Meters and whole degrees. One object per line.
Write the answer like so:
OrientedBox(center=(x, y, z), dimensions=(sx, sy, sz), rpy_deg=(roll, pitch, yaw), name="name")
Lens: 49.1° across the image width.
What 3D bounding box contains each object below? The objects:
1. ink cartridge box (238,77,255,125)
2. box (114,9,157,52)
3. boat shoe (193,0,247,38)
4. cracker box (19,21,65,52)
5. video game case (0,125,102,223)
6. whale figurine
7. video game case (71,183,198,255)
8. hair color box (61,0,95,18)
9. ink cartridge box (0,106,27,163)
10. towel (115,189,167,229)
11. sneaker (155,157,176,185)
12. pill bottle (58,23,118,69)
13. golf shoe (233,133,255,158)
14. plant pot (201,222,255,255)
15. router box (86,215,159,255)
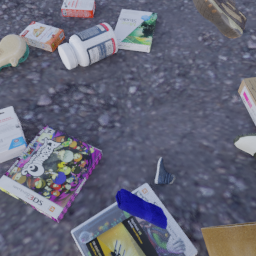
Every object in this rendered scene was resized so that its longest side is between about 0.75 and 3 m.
OrientedBox(center=(5.803, -1.078, 11.373), dimensions=(1.808, 0.824, 2.195), rpy_deg=(-8, 57, -4), name="ink cartridge box")
OrientedBox(center=(0.354, -4.970, 14.174), dimensions=(1.933, 0.487, 2.679), rpy_deg=(9, 58, 6), name="box")
OrientedBox(center=(3.196, -4.145, 9.687), dimensions=(0.893, 2.437, 0.908), rpy_deg=(-58, 28, -4), name="boat shoe")
OrientedBox(center=(-4.228, -4.537, 13.862), dimensions=(1.809, 0.522, 1.212), rpy_deg=(19, 58, 13), name="cracker box")
OrientedBox(center=(-2.688, 1.465, 9.881), dimensions=(2.540, 0.502, 2.803), rpy_deg=(24, 60, 15), name="video game case")
OrientedBox(center=(-5.463, -3.287, 12.904), dimensions=(2.048, 1.062, 1.629), rpy_deg=(-45, 70, 0), name="whale figurine")
OrientedBox(center=(0.159, 3.510, 8.613), dimensions=(2.949, 0.344, 2.681), rpy_deg=(-29, 61, -18), name="video game case")
OrientedBox(center=(-2.666, -6.480, 15.159), dimensions=(1.664, 0.532, 0.923), rpy_deg=(5, 57, 1), name="hair color box")
OrientedBox(center=(-4.599, 0.210, 10.623), dimensions=(1.125, 0.648, 1.942), rpy_deg=(-21, 59, -13), name="ink cartridge box")
OrientedBox(center=(0.270, 1.566, 5.533), dimensions=(1.030, 0.761, 0.255), rpy_deg=(27, 92, -11), name="towel")
OrientedBox(center=(1.356, 1.531, 9.876), dimensions=(0.702, 0.369, 0.971), rpy_deg=(4, 65, 15), name="sneaker")
OrientedBox(center=(-1.821, -3.659, 12.709), dimensions=(2.439, 1.458, 1.458), rpy_deg=(-29, 61, -18), name="pill bottle")
OrientedBox(center=(5.031, 0.975, 9.950), dimensions=(2.601, 1.004, 1.146), rpy_deg=(18, 65, 12), name="golf shoe")
OrientedBox(center=(3.503, 3.941, 7.190), dimensions=(2.704, 2.704, 2.901), rpy_deg=(-4, 69, -3), name="plant pot")
OrientedBox(center=(0.010, 3.795, 7.886), dimensions=(1.636, 0.543, 2.081), rpy_deg=(-27, 61, -18), name="router box")
